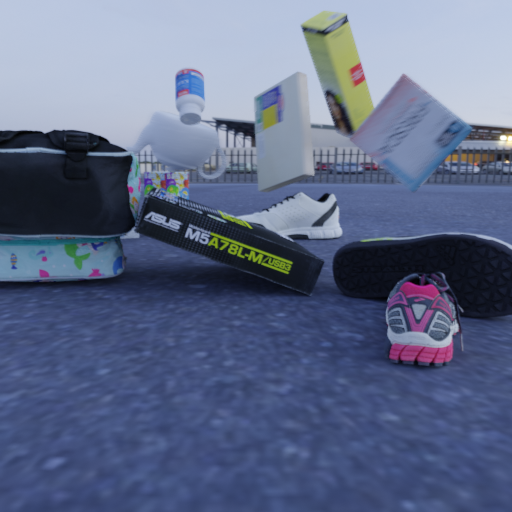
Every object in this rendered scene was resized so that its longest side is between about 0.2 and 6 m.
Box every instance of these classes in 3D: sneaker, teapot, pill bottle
[{"bbox_3d":[0.682,-1.013,14.224,3.071,1.229,1.132,-4,12,-17],"label":"sneaker"},{"bbox_3d":[-1.844,-2.650,13.648,1.814,1.325,1.790,26,16,21],"label":"teapot"},{"bbox_3d":[-1.344,-3.231,11.397,0.603,1.074,0.603,-4,-22,-2],"label":"pill bottle"},{"bbox_3d":[2.471,0.116,7.846,2.956,1.060,1.224,8,12,40],"label":"sneaker"},{"bbox_3d":[1.874,0.530,6.188,0.857,0.794,2.127,2,9,14],"label":"sneaker"}]

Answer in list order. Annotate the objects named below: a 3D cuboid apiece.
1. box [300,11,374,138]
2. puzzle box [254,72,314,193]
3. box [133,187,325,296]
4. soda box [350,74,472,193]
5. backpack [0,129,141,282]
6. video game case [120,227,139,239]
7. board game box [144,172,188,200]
[{"bbox_3d":[1.716,-3.546,11.229,0.625,2.496,0.939,-33,34,-9],"label":"box"},{"bbox_3d":[0.613,-2.836,13.028,0.309,2.433,1.619,4,-11,-39],"label":"puzzle box"},{"bbox_3d":[-0.528,-0.341,9.210,2.746,0.675,2.843,18,6,-10],"label":"box"},{"bbox_3d":[2.371,-1.928,8.545,1.158,1.077,3.388,40,22,4],"label":"soda box"},{"bbox_3d":[-3.484,-0.979,9.546,3.088,2.619,3.478,-1,18,-12],"label":"backpack"},{"bbox_3d":[-4.117,-0.682,14.687,1.519,0.381,1.676,-8,12,-36],"label":"video game case"},{"bbox_3d":[-2.426,-1.428,15.171,0.881,1.681,0.866,7,12,37],"label":"board game box"}]
